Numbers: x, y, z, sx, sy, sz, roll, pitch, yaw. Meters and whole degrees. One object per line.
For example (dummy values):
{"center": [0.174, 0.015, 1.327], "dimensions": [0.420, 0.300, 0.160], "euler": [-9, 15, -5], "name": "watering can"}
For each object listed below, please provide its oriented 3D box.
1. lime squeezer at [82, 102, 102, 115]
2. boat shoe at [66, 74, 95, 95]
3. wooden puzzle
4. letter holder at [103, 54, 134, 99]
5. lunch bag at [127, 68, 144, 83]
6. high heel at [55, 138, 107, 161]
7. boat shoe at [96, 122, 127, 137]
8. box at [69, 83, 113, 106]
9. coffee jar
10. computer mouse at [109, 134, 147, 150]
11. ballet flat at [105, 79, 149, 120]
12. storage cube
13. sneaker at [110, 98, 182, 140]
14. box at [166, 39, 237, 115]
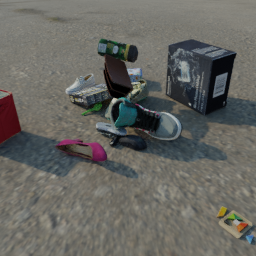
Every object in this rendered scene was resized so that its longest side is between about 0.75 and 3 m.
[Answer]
{"center": [-1.389, -0.965, 12.321], "dimensions": [0.584, 0.312, 1.655], "euler": [-21, 21, 32], "name": "lime squeezer"}
{"center": [-2.352, -2.226, 13.864], "dimensions": [0.670, 0.660, 1.891], "euler": [23, 39, 32], "name": "boat shoe"}
{"center": [2.700, 2.390, 7.035], "dimensions": [1.030, 0.120, 0.695], "euler": [28, 41, 36], "name": "wooden puzzle"}
{"center": [-0.601, -2.051, 11.271], "dimensions": [1.120, 0.793, 1.576], "euler": [15, 46, -39], "name": "letter holder"}
{"center": [-0.041, -2.669, 14.608], "dimensions": [1.736, 0.656, 1.391], "euler": [-1, 30, 1], "name": "lunch bag"}
{"center": [-1.523, 0.787, 9.083], "dimensions": [0.914, 0.641, 1.902], "euler": [-16, 20, -41], "name": "high heel"}
{"center": [-0.617, 0.138, 10.335], "dimensions": [1.219, 0.416, 0.450], "euler": [11, 33, 14], "name": "boat shoe"}
{"center": [-1.438, -1.549, 12.632], "dimensions": [1.938, 0.476, 1.562], "euler": [-24, 22, -34], "name": "box"}
{"center": [-0.406, -3.296, 11.971], "dimensions": [1.679, 0.716, 0.876], "euler": [15, 7, 9], "name": "coffee jar"}
{"center": [0.046, 0.436, 9.928], "dimensions": [1.296, 0.342, 0.898], "euler": [14, 34, 22], "name": "computer mouse"}
{"center": [-0.071, -1.364, 12.201], "dimensions": [1.006, 0.951, 2.985], "euler": [13, 34, 31], "name": "ballet flat"}
{"center": [-5.109, -0.399, 10.054], "dimensions": [1.818, 1.634, 1.554], "euler": [14, 35, 22], "name": "storage cube"}
{"center": [0.386, -0.334, 9.895], "dimensions": [2.809, 1.175, 1.696], "euler": [22, 13, 40], "name": "sneaker"}
{"center": [3.033, -2.274, 12.226], "dimensions": [1.484, 2.486, 2.528], "euler": [-21, 38, -28], "name": "box"}
